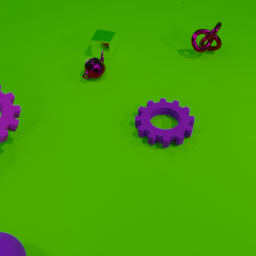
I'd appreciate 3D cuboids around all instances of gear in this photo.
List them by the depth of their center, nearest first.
[{"bbox_3d":[-3.896,-0.414,7.439,1.912,0.354,1.912,15,52,-20],"label":"gear"},{"bbox_3d":[1.117,-0.198,8.624,1.775,0.328,1.775,-1,48,1],"label":"gear"}]

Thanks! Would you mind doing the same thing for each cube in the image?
[{"bbox_3d":[-0.940,-3.263,10.931,0.776,0.776,0.776,12,52,10],"label":"cube"}]

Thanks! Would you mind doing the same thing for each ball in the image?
[{"bbox_3d":[-2.665,2.722,5.514,1.275,1.275,1.275,0,50,0],"label":"ball"}]

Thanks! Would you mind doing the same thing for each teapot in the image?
[{"bbox_3d":[-1.202,-2.226,10.089,0.802,0.632,1.290,26,68,29],"label":"teapot"}]

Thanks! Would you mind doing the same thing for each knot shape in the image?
[{"bbox_3d":[3.120,-3.463,10.642,1.332,1.246,0.615,3,49,-35],"label":"knot shape"}]
